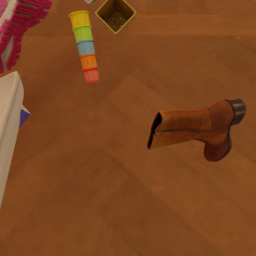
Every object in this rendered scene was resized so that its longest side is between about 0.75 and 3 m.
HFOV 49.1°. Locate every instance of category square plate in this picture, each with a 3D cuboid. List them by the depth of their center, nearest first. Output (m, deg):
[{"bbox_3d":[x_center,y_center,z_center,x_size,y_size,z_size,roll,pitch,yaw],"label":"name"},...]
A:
[{"bbox_3d":[-2.146,0.505,3.915,2.260,0.324,2.281,-5,72,46],"label":"square plate"}]

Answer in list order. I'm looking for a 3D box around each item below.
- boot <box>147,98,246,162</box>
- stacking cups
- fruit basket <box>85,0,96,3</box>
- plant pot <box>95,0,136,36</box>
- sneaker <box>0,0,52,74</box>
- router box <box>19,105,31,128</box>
[{"bbox_3d":[1.104,0.212,4.838,1.594,1.501,0.546,-12,55,-19],"label":"boot"},{"bbox_3d":[-0.914,-1.674,5.922,0.437,0.437,1.446,-9,97,-5],"label":"stacking cups"},{"bbox_3d":[-1.224,-4.406,8.185,1.302,0.610,1.206,46,65,-7],"label":"fruit basket"},{"bbox_3d":[-0.321,-3.130,7.964,0.828,0.847,0.822,45,94,-1],"label":"plant pot"},{"bbox_3d":[-2.917,-2.775,6.614,1.287,1.187,2.918,41,103,8],"label":"sneaker"},{"bbox_3d":[-3.921,-1.271,6.015,0.725,2.967,2.663,-50,55,-1],"label":"router box"}]
